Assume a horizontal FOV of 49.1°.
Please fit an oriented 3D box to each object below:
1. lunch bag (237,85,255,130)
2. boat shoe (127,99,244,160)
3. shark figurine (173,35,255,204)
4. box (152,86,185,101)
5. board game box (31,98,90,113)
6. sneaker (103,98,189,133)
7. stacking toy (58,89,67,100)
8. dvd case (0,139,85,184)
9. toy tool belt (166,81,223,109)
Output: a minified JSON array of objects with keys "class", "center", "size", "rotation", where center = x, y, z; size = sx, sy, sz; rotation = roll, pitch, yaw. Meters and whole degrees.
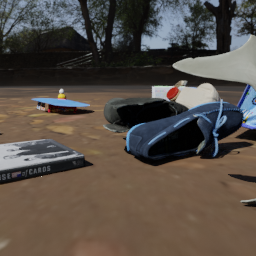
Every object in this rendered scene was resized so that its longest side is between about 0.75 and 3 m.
[{"class":"lunch bag","center":[3.682,-1.344,6.615],"size":[1.341,2.850,2.146],"rotation":[21,18,34]},{"class":"boat shoe","center":[1.212,0.189,5.150],"size":[2.438,1.026,0.837],"rotation":[-20,23,-16]},{"class":"shark figurine","center":[1.569,0.337,3.013],"size":[1.102,2.641,1.578],"rotation":[-35,35,18]},{"class":"box","center":[1.608,-1.107,11.143],"size":[1.250,1.103,0.604],"rotation":[0,10,-5]},{"class":"board game box","center":[-2.803,-0.869,11.788],"size":[2.394,0.466,1.891],"rotation":[15,13,36]},{"class":"sneaker","center":[0.637,-0.203,6.130],"size":[2.957,0.888,1.542],"rotation":[4,6,-31]},{"class":"stacking toy","center":[-3.172,-1.422,13.469],"size":[0.648,0.887,0.648],"rotation":[0,10,0]},{"class":"dvd case","center":[-1.949,0.526,4.613],"size":[2.009,0.248,1.510],"rotation":[-8,13,-35]},{"class":"toy tool belt","center":[2.296,-0.689,9.260],"size":[1.333,1.354,2.169],"rotation":[37,-5,-29]}]
